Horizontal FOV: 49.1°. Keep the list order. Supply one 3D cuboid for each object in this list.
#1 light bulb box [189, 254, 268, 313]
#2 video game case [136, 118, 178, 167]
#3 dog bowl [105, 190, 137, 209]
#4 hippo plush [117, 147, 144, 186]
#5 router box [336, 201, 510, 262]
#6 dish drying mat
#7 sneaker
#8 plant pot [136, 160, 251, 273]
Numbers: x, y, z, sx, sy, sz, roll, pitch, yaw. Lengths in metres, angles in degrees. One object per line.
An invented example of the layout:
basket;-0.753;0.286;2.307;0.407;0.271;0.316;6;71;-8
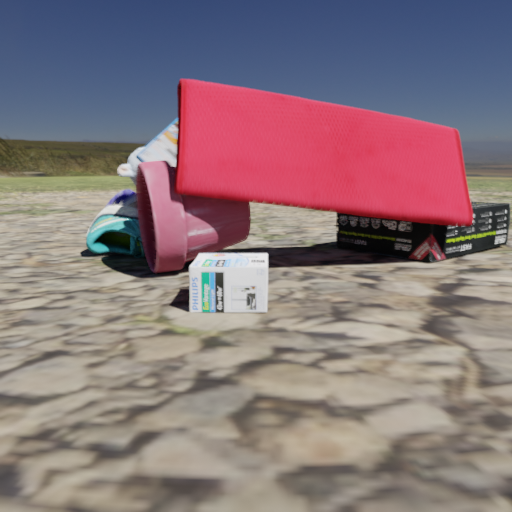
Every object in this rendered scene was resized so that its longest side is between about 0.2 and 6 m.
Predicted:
light bulb box;-0.296;0.298;6.478;0.865;0.540;0.857;0;10;1
video game case;-1.201;-1.695;9.184;1.303;0.933;0.116;-51;9;-29
dog bowl;-2.684;-0.859;11.419;0.377;0.958;0.958;36;23;16
hippo plush;-1.612;-1.346;10.751;2.233;1.795;1.778;10;39;37
router box;3.093;-0.555;10.358;2.683;0.834;2.011;-8;13;-39
dish drying mat;1.092;-1.445;8.274;4.582;1.760;0.417;5;-21;-18
sneaker;-1.753;-0.272;9.524;2.326;0.902;0.927;1;34;9
plant pot;-0.929;-0.639;8.326;1.463;1.634;1.634;-9;12;-17
